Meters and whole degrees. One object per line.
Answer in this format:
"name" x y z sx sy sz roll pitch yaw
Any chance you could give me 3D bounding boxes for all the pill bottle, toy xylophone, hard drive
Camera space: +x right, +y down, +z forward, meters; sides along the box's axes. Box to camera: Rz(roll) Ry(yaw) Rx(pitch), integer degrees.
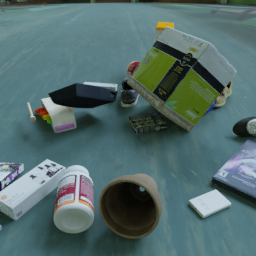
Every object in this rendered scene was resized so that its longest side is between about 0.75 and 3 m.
"pill bottle" 0.797 -2.663 13.901 0.975 0.975 1.727 -22 37 -32
"toy xylophone" -2.929 -0.610 10.756 1.705 0.585 2.329 -9 31 -16
"hard drive" -1.551 -1.116 10.197 1.540 0.483 2.283 -12 -7 32
"hard drive" 2.035 1.871 6.971 0.867 0.114 0.571 -14 33 -23
"pill bottle" -1.251 1.616 6.657 0.871 0.871 1.542 -3 30 -5

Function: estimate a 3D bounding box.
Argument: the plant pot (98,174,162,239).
"plant pot" 0.178 1.625 6.446 1.381 1.381 1.205 10 13 16

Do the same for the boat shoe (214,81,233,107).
"boat shoe" 4.012 -1.584 12.277 0.825 0.740 2.229 17 34 26

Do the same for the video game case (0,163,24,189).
"video game case" -3.798 1.247 7.500 1.516 0.272 1.374 1 12 1

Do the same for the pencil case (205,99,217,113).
"pencil case" 2.501 -1.614 11.926 1.064 1.184 2.726 11 20 -39

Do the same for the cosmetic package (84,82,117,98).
"cosmetic package" -1.248 -1.663 12.552 1.510 0.623 0.382 5 33 9

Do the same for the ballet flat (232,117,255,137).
"ballet flat" 4.618 -0.109 9.713 1.940 0.660 0.663 -9 0 -14

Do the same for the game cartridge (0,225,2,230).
"game cartridge" -3.654 2.281 6.137 1.427 0.296 0.950 13 37 21

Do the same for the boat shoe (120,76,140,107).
"boat shoe" 0.123 -1.860 12.569 0.923 0.796 2.539 -1 34 7

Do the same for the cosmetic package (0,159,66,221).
"cosmetic package" -2.464 1.517 7.250 0.734 0.450 1.777 16 34 27

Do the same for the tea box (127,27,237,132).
"tea box" 1.834 -1.858 10.336 1.843 2.713 2.758 30 13 -36

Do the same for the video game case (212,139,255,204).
"video game case" 3.817 1.233 7.961 1.835 0.244 2.569 24 39 35

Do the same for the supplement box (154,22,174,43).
"supplement box" 1.848 -4.234 15.053 0.929 2.526 1.592 6 30 5

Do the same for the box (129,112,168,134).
"box" 0.732 -0.193 10.366 1.209 0.268 0.969 -9 32 -14
